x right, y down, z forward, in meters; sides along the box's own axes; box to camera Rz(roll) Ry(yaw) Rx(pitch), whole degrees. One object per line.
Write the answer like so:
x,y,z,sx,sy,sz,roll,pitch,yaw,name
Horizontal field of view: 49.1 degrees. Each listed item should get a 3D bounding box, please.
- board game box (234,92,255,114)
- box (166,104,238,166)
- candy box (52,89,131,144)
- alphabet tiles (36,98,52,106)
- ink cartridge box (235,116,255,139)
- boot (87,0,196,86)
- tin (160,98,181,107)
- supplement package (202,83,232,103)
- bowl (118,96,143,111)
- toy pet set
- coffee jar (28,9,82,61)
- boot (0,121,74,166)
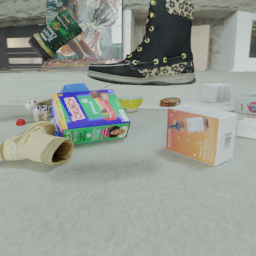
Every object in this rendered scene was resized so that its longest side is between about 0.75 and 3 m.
6.567,-1.273,14.147,1.812,0.789,2.456,9,16,32,board game box
2.040,0.134,7.992,0.921,1.319,1.733,-13,20,-40,box
-1.330,-0.428,9.597,2.265,0.873,1.915,-8,45,-22,candy box
-3.231,-1.447,13.978,2.441,0.110,2.920,-18,4,-9,alphabet tiles
4.523,-0.022,10.093,0.899,0.508,1.225,13,20,39,ink cartridge box
0.371,-2.051,6.780,2.682,2.026,0.968,0,9,-8,boot
2.388,-1.458,15.719,0.906,0.339,1.618,4,15,31,tin
5.295,-2.104,16.715,1.330,1.002,1.010,-9,18,-29,supplement package
0.146,-1.215,14.107,1.262,0.679,1.262,-1,15,0,bowl
-2.658,-0.896,11.250,2.978,1.582,2.781,14,21,40,toy pet set
-3.225,-4.071,12.397,2.271,1.184,0.969,-40,-5,2,coffee jar
-2.249,0.404,8.020,1.685,0.789,2.168,5,17,18,boot
